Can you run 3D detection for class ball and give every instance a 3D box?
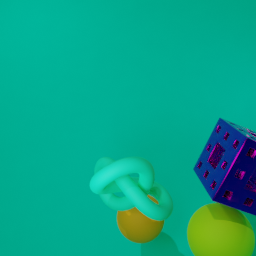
[{"bbox_3d":[1.941,2.281,5.920,1.350,1.350,1.350,0,74,0],"label":"ball"},{"bbox_3d":[0.278,1.977,6.167,1.046,1.046,1.046,0,74,0],"label":"ball"}]

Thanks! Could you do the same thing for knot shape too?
[{"bbox_3d":[0.094,0.994,4.548,1.426,1.524,0.704,27,66,-5],"label":"knot shape"}]

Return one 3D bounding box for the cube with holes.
[{"bbox_3d":[2.266,0.747,5.448,1.265,1.265,1.265,20,105,-9],"label":"cube with holes"}]
